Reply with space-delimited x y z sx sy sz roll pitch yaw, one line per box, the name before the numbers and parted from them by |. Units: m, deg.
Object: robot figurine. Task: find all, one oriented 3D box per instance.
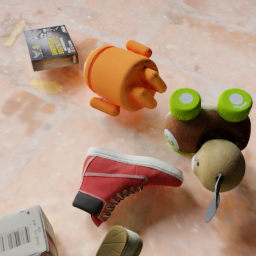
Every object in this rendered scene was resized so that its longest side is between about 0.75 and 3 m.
robot figurine | -0.239 -1.562 8.737 1.713 2.113 2.937 -19 38 -41

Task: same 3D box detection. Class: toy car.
toy car | 1.918 0.777 6.815 2.175 2.264 2.757 2 59 11

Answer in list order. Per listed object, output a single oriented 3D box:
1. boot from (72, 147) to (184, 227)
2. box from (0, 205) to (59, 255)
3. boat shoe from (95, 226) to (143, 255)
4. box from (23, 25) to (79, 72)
boot | 0.017 1.665 7.119 2.653 0.961 1.914 10 62 6
box | -2.154 2.490 5.859 1.136 1.776 0.968 -16 59 -15
boat shoe | -0.453 3.094 5.723 2.285 0.759 0.846 -56 35 7
box | -2.912 -3.046 10.500 1.649 0.503 2.083 -13 51 -16
